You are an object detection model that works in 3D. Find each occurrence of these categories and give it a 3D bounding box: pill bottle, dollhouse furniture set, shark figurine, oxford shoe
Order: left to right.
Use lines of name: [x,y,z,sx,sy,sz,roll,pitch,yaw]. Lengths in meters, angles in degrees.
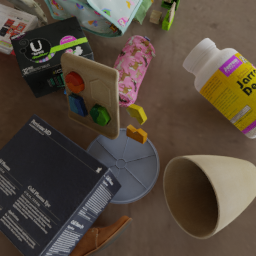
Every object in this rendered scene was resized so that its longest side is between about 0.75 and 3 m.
shark figurine: [-3.410,-3.851,9.411,2.453,1.024,1.466,43,30,-6]
oxford shoe: [-0.792,2.648,6.735,1.987,0.709,0.708,-32,67,-11]
dollhouse furniture set: [0.656,-4.359,9.469,2.052,1.030,1.344,21,69,8]
pill bottle: [2.898,-1.172,7.779,1.484,1.484,2.847,-41,78,-15]

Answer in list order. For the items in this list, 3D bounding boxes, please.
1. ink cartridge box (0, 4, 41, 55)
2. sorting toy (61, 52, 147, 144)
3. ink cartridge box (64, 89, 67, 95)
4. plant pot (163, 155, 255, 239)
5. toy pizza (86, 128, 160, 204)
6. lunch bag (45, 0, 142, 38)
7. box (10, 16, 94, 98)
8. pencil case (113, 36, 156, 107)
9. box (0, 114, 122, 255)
ink cartridge box: [-4.044,-3.043,9.051,1.860,0.780,1.633,22,69,9]
sorting toy: [-0.690,-0.624,7.145,2.683,1.999,0.359,25,43,27]
ink cartridge box: [-1.268,-1.234,7.964,0.813,1.114,0.470,31,54,-6]
plant pot: [2.184,1.397,6.738,1.978,1.852,1.852,-10,66,-29]
toy pizza: [-0.188,1.005,7.607,2.077,0.329,2.077,0,69,1]
lunch bag: [-0.891,-4.454,8.985,2.946,1.797,2.510,23,77,14]
box: [-2.163,-2.106,8.402,2.038,1.267,1.513,-22,69,-8]
pencil case: [0.064,-1.694,8.434,0.967,0.925,2.234,0,59,46]
box: [-1.919,1.399,6.602,2.584,1.345,2.353,33,74,25]
